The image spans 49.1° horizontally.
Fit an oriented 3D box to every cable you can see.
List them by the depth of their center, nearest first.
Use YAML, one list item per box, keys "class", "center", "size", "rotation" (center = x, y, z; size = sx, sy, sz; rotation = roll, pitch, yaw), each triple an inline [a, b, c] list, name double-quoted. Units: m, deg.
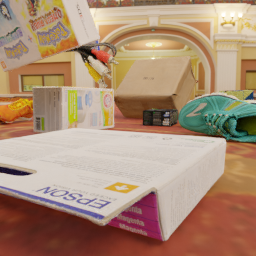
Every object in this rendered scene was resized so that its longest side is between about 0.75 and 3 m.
- class: "cable"
  center: [-1.360, -2.367, 8.570]
  size: [2.485, 1.207, 0.625]
  rotation: [33, 24, 3]

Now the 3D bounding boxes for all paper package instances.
- class: "paper package"
  center: [1.240, -1.801, 12.422]
  size: [2.858, 1.478, 2.724]
  rotation: [4, 51, 32]

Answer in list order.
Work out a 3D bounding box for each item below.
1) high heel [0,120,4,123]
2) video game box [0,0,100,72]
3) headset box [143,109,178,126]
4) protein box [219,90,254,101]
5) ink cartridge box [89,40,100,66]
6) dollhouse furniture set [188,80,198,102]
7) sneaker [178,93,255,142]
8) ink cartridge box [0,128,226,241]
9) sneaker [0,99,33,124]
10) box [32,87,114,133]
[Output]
- class: "high heel"
  center: [-4.566, -0.359, 10.383]
  size: [0.682, 0.342, 0.957]
  rotation: [-9, 1, -21]
- class: "video game box"
  center: [-2.204, -2.707, 5.678]
  size: [2.963, 2.699, 0.693]
  rotation: [-3, 27, 41]
- class: "headset box"
  center: [1.173, -0.385, 9.898]
  size: [1.003, 0.534, 1.152]
  rotation: [3, 7, 23]
- class: "protein box"
  center: [3.187, -0.534, 8.394]
  size: [0.803, 1.181, 1.190]
  rotation: [1, 7, 11]
- class: "ink cartridge box"
  center: [-1.275, -2.821, 10.867]
  size: [0.381, 1.725, 0.811]
  rotation: [-8, 24, 4]
- class: "dollhouse furniture set"
  center: [1.899, -1.472, 13.696]
  size: [2.528, 1.781, 1.771]
  rotation: [-5, 8, -34]
- class: "sneaker"
  center: [2.385, -0.215, 6.565]
  size: [2.859, 1.108, 1.139]
  rotation: [6, 18, 42]
- class: "ink cartridge box"
  center: [-0.508, 0.438, 3.016]
  size: [2.505, 0.553, 2.552]
  rotation: [4, 10, 32]
- class: "sneaker"
  center: [-4.216, -0.736, 10.493]
  size: [0.858, 0.907, 2.351]
  rotation: [38, 14, 2]
- class: "box"
  center: [-1.503, -0.562, 8.228]
  size: [1.154, 1.281, 2.277]
  rotation: [5, 7, 33]
